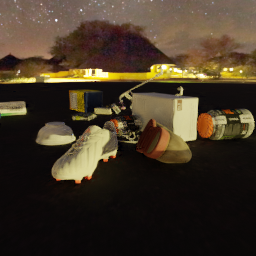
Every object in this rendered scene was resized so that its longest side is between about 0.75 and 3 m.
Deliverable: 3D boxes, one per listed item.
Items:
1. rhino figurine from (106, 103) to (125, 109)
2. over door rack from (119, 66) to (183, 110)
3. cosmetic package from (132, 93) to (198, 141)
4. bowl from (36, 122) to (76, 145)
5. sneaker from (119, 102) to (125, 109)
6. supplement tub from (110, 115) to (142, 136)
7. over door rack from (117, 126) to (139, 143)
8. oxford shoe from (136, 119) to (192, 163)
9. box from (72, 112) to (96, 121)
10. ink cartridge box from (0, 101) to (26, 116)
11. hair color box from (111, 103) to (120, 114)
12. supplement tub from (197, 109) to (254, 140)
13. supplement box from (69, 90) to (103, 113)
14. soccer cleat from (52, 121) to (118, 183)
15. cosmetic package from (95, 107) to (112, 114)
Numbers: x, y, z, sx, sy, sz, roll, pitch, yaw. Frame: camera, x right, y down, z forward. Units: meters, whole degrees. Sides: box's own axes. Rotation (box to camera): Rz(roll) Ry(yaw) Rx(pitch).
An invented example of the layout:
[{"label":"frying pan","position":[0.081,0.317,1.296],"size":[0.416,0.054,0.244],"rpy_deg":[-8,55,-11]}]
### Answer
[{"label":"rhino figurine","position":[-0.603,-1.180,14.749],"size":[1.021,0.305,0.447],"rpy_deg":[-9,8,22]},{"label":"over door rack","position":[0.919,-1.217,10.910],"size":[2.097,1.549,0.698],"rpy_deg":[-33,43,24]},{"label":"cosmetic package","position":[1.086,-0.434,9.058],"size":[0.954,1.310,2.577],"rpy_deg":[-6,14,-27]},{"label":"bowl","position":[-2.160,0.115,8.350],"size":[1.154,0.518,1.154],"rpy_deg":[0,11,0]},{"label":"sneaker","position":[-0.359,-1.215,15.095],"size":[0.338,0.372,0.841],"rpy_deg":[-2,13,-14]},{"label":"supplement tub","position":[-0.088,-0.090,9.091],"size":[0.999,0.612,0.612],"rpy_deg":[-9,15,-36]},{"label":"over door rack","position":[-0.335,0.214,8.207],"size":[1.153,0.384,0.852],"rpy_deg":[-4,12,-18]},{"label":"oxford shoe","position":[0.810,0.402,6.838],"size":[0.939,0.885,2.512],"rpy_deg":[25,8,-8]},{"label":"box","position":[-1.876,-0.497,12.032],"size":[0.756,0.209,0.944],"rpy_deg":[3,12,13]},{"label":"ink cartridge box","position":[-5.839,-0.773,13.092],"size":[1.881,0.585,2.338],"rpy_deg":[-6,-4,-24]},{"label":"hair color box","position":[-0.604,-0.957,13.645],"size":[0.242,0.395,0.799],"rpy_deg":[-38,14,0]},{"label":"supplement tub","position":[2.923,-0.111,8.471],"size":[1.479,0.906,0.906],"rpy_deg":[-3,12,-15]},{"label":"supplement box","position":[-2.188,-1.429,14.505],"size":[1.024,1.018,1.870],"rpy_deg":[-8,14,-35]},{"label":"soccer cleat","position":[-0.854,0.432,5.889],"size":[0.796,0.892,2.298],"rpy_deg":[4,13,20]},{"label":"cosmetic package","position":[-1.186,-0.827,13.450],"size":[0.765,0.280,0.396],"rpy_deg":[3,12,11]}]
